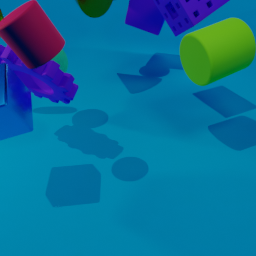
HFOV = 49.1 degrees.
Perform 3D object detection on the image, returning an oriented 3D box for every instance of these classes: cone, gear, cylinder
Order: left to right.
[{"bbox_3d":[-1.648,-1.583,4.786,0.824,0.824,0.824,-21,39,18],"label":"cylinder"},{"bbox_3d":[-2.141,-1.194,6.520,1.943,1.943,0.359,16,73,19],"label":"gear"},{"bbox_3d":[-1.479,-4.306,8.573,1.531,1.525,1.525,27,46,33],"label":"cone"},{"bbox_3d":[2.057,-1.770,6.549,1.242,1.242,1.242,-24,43,-14],"label":"cylinder"}]

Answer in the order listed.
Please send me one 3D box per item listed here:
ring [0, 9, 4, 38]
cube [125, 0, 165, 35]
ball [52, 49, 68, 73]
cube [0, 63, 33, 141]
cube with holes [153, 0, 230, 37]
[{"bbox_3d":[-3.796,-2.787,7.138,1.302,1.302,0.260,3,32,3],"label":"ring"},{"bbox_3d":[0.825,-4.572,10.404,1.376,1.376,1.376,20,52,1],"label":"cube"},{"bbox_3d":[-2.114,-1.743,7.454,1.022,1.022,1.022,0,38,0],"label":"ball"},{"bbox_3d":[-2.415,-0.420,5.131,0.956,0.956,0.956,-16,61,3],"label":"cube"},{"bbox_3d":[1.633,-3.419,7.368,1.253,1.253,1.253,-37,12,-6],"label":"cube with holes"}]
